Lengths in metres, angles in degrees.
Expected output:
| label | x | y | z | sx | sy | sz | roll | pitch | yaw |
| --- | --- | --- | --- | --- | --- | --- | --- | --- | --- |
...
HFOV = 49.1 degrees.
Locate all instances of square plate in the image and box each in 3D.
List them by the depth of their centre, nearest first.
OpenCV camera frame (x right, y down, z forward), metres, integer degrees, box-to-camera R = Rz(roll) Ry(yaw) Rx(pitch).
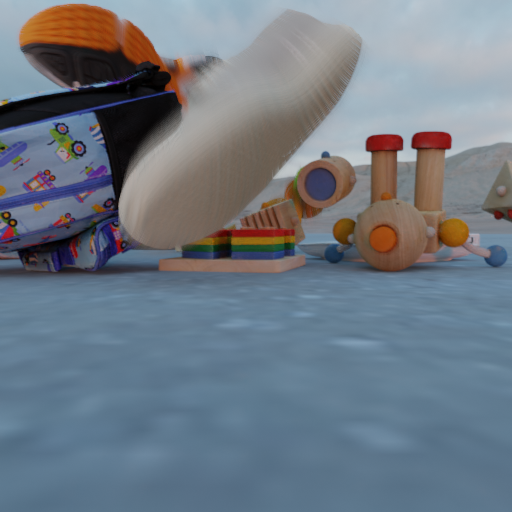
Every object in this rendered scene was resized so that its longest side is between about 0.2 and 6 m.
| label | x | y | z | sx | sy | sz | roll | pitch | yaw |
| --- | --- | --- | --- | --- | --- | --- | --- | --- | --- |
| square plate | 1.677 | -0.066 | 7.321 | 1.712 | 0.246 | 1.728 | -3 | 4 | -37 |

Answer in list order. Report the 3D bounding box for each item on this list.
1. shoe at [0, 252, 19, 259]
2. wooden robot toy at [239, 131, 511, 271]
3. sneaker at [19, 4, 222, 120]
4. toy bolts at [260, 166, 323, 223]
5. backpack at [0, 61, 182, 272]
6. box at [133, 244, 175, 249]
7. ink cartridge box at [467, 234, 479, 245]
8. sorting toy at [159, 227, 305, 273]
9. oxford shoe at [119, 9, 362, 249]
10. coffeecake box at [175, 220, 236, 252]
| label | x | y | z | sx | sy | sz | roll | pitch | yaw |
| --- | --- | --- | --- | --- | --- | --- | --- | --- | --- |
| shoe | -4.057 | -0.383 | 7.136 | 1.263 | 0.992 | 2.776 | 0 | -3 | 39 |
| wooden robot toy | 1.221 | -0.461 | 5.572 | 3.284 | 1.447 | 1.490 | 1 | 14 | 24 |
| sneaker | -1.767 | -2.311 | 7.550 | 1.442 | 1.187 | 3.136 | 3 | -2 | 42 |
| toy bolts | 0.252 | -0.983 | 9.508 | 1.649 | 1.575 | 1.144 | 38 | -21 | -1 |
| backpack | -2.003 | -0.659 | 5.177 | 2.200 | 1.622 | 2.410 | 0 | 22 | 40 |
| box | -3.070 | -1.269 | 11.334 | 3.300 | 2.254 | 0.622 | 1 | 3 | 20 |
| ink cartridge box | 4.381 | -0.327 | 12.079 | 0.724 | 0.304 | 0.528 | -2 | 3 | -37 |
| sorting toy | -0.200 | -0.086 | 5.781 | 1.214 | 0.425 | 1.221 | 1 | 3 | 16 |
| oxford shoe | -0.142 | -1.213 | 4.803 | 0.935 | 1.217 | 3.237 | 31 | 52 | 12 |
| coffeecake box | -1.127 | -0.991 | 9.418 | 0.654 | 1.789 | 1.373 | -26 | 15 | -28 |
